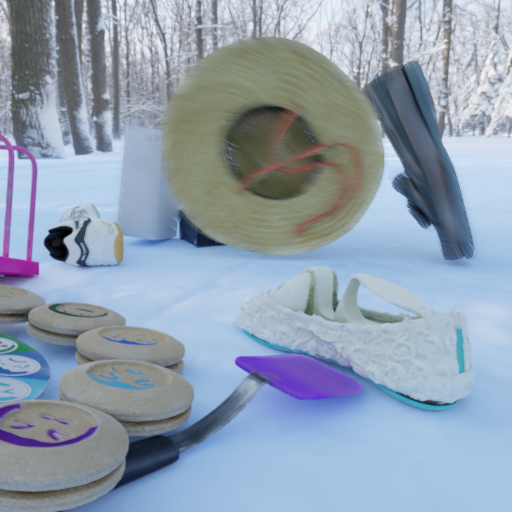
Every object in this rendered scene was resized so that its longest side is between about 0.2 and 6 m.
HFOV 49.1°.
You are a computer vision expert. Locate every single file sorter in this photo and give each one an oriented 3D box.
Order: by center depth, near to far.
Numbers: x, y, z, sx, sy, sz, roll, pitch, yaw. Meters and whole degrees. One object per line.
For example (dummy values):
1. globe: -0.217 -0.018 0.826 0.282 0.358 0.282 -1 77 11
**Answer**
1. file sorter: -3.684 -0.680 5.768 1.906 1.720 2.743 0 -4 1

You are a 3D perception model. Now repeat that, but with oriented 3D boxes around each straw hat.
1. straw hat: 0.254 -1.504 8.391 3.159 3.159 1.337 1 6 6

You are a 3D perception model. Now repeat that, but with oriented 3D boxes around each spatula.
1. spatula: -0.321 0.949 3.180 2.525 0.259 0.714 -14 23 -41

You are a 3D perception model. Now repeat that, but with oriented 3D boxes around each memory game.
1. memory game: -2.353 0.552 3.329 4.046 0.258 4.046 9 6 -1

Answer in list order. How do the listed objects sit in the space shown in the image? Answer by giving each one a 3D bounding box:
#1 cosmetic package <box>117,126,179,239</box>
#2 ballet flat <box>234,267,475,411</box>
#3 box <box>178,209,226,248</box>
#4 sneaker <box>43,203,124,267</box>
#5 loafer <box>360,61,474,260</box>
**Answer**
1. cosmetic package: -1.717 -1.169 9.248 0.707 1.743 0.984 10 5 15
2. ballet flat: 0.686 0.464 4.383 0.816 0.816 2.274 -10 15 -38
3. box: -0.717 -0.507 9.365 0.939 0.551 0.924 -7 14 -25
4. sneaker: -2.635 -0.321 8.001 0.879 0.758 2.004 -8 14 -33
5. loafer: 2.293 -1.300 8.081 0.952 3.028 1.088 -16 -17 16
